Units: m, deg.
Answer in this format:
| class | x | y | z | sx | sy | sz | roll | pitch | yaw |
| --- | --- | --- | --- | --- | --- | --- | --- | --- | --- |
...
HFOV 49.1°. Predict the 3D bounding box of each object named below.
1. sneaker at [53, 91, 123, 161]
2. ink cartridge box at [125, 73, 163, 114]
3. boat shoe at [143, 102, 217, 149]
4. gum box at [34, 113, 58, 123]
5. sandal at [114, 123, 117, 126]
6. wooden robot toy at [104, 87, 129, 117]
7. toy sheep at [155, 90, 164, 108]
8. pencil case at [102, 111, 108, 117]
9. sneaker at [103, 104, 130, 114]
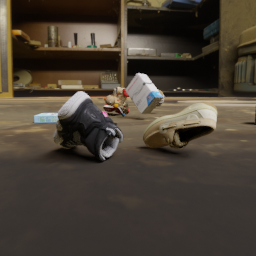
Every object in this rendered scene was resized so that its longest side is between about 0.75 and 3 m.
| class | x | y | z | sx | sy | sz | roll | pitch | yaw |
| --- | --- | --- | --- | --- | --- | --- | --- | --- | --- |
| sneaker | -0.684 | 0.171 | 4.748 | 0.668 | 1.008 | 1.771 | -48 | -4 | -26 |
| ink cartridge box | 0.604 | -1.324 | 10.780 | 0.544 | 0.934 | 1.292 | -3 | 52 | -46 |
| boat shoe | 0.841 | 0.087 | 4.920 | 0.570 | 0.514 | 1.581 | 34 | -41 | -29 |
| gum box | -2.642 | -0.375 | 10.154 | 1.212 | 0.270 | 1.030 | -1 | 8 | -1 |
| sandal | -0.971 | -0.198 | 8.776 | 1.280 | 0.289 | 0.481 | -3 | 8 | -21 |
| wooden robot toy | -0.561 | -1.326 | 12.239 | 0.964 | 0.936 | 2.124 | 10 | 31 | -17 |
| toy sheep | 1.388 | -1.359 | 13.326 | 0.675 | 0.979 | 0.675 | 10 | 40 | -8 |
| pencil case | -0.860 | -0.180 | 7.470 | 0.412 | 0.412 | 0.943 | -4 | -6 | -28 |
| sneaker | -0.461 | -1.109 | 13.150 | 1.313 | 0.759 | 0.514 | 12 | -30 | 18 |
